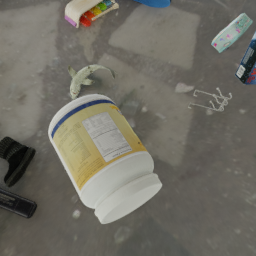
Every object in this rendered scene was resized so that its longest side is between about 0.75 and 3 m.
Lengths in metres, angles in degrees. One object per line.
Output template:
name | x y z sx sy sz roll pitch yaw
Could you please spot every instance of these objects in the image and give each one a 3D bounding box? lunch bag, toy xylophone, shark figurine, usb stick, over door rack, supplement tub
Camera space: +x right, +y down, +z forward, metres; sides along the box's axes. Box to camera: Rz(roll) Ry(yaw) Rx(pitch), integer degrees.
lunch bag | 3.203 -2.921 8.587 0.495 1.031 1.285 46 56 -5
toy xylophone | -1.402 -4.794 11.153 2.239 0.563 1.639 -34 67 -16
shark figurine | -1.324 -1.850 9.611 1.815 0.757 1.084 -28 99 -6
usb stick | -3.350 2.007 7.752 1.712 0.279 0.475 18 66 9
over door rack | 2.600 -0.926 8.961 1.167 0.862 0.389 7 64 3
supplement tub | -0.618 0.777 7.370 2.077 2.077 2.876 -28 66 -14

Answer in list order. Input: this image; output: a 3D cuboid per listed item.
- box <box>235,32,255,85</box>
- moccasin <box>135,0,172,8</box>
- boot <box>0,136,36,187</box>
box | 4.001 -2.287 6.867 1.787 2.617 0.493 -5 45 -17
moccasin | 0.583 -5.708 11.322 2.642 1.063 0.901 23 77 10
boot | -3.461 0.966 8.143 1.026 0.516 1.373 21 54 3
